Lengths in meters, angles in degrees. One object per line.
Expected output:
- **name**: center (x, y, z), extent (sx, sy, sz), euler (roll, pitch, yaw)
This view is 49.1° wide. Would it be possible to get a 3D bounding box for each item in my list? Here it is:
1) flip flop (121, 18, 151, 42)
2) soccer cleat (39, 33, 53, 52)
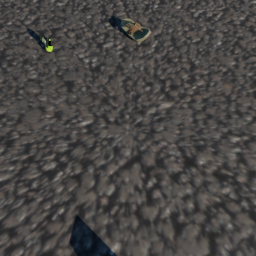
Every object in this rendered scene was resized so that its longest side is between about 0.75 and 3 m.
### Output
- **flip flop**: center (0.211, -3.568, 9.996), extent (0.597, 0.424, 1.472), euler (-45, 58, 3)
- **soccer cleat**: center (-2.795, -2.991, 9.621), extent (0.266, 0.319, 0.787), euler (-16, 71, -49)
